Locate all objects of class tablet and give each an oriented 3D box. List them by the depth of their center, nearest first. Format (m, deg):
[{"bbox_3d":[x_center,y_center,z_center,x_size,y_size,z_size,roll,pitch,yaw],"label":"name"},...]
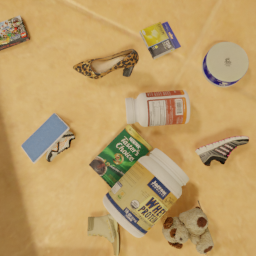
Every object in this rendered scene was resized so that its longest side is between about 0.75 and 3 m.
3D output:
[{"bbox_3d":[-3.414,0.388,11.520,2.016,0.138,1.312,-46,54,-6],"label":"tablet"}]

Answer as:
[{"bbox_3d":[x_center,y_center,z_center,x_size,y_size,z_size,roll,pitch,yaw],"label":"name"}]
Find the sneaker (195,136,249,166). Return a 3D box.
[{"bbox_3d":[3.908,0.954,11.388,2.195,0.810,0.960,-18,83,1],"label":"sneaker"}]

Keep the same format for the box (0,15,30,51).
[{"bbox_3d":[-5.331,-4.179,12.421,1.633,0.308,1.115,-22,82,-3],"label":"box"}]

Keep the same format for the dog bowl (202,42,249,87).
[{"bbox_3d":[4.142,-2.710,11.986,1.815,0.715,1.815,0,81,0],"label":"dog bowl"}]

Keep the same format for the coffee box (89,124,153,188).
[{"bbox_3d":[-0.289,1.152,11.473,2.361,0.519,1.451,-44,84,-6],"label":"coffee box"}]

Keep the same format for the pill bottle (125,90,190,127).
[{"bbox_3d":[1.158,-0.776,11.343,2.486,1.395,1.395,-4,81,0],"label":"pill bottle"}]

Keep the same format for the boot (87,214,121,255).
[{"bbox_3d":[-0.948,4.212,10.965,1.242,0.582,1.598,-7,80,-1],"label":"boot"}]

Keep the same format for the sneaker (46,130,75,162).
[{"bbox_3d":[-2.772,0.774,11.519,0.624,0.575,1.560,33,83,3],"label":"sneaker"}]

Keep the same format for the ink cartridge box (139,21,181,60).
[{"bbox_3d":[1.441,-3.942,12.389,1.414,0.332,1.398,-26,82,-2],"label":"ink cartridge box"}]

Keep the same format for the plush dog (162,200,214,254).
[{"bbox_3d":[2.133,3.766,10.676,1.719,1.606,2.001,-18,118,3],"label":"plush dog"}]

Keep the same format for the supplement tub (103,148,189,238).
[{"bbox_3d":[0.695,2.362,10.499,2.064,2.064,2.859,43,85,6],"label":"supplement tub"}]

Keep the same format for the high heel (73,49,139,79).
[{"bbox_3d":[-0.898,-2.719,11.215,2.555,1.821,0.912,1,72,-12],"label":"high heel"}]
